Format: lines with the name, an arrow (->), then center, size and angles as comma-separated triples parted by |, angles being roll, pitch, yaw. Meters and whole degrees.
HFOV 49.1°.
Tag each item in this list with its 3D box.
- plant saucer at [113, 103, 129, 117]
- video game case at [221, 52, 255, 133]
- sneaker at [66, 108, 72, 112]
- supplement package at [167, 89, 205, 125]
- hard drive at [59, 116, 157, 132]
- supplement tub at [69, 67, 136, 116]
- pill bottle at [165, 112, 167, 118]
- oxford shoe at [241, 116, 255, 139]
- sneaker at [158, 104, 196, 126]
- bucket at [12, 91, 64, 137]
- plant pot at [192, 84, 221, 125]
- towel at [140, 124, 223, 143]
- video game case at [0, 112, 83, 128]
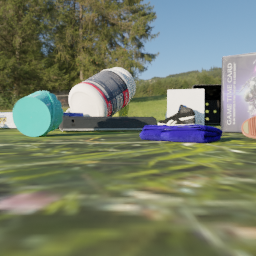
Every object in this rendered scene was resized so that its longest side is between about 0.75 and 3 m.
plant saucer -> -1.032, -1.111, 14.225 | 2.149, 2.149, 0.334 | -1, -16, -13
video game case -> 3.726, -0.875, 6.777 | 2.880, 2.057, 0.273 | 2, 2, 38
sneaker -> -2.548, -0.499, 15.163 | 2.379, 0.927, 1.182 | 3, -12, 44
supplement package -> 2.842, -0.947, 13.597 | 1.694, 1.682, 2.232 | 1, 2, 14
hard drive -> -0.721, -0.157, 8.926 | 2.786, 0.458, 1.944 | -1, 2, -16
supplement tub -> -1.085, -1.471, 12.624 | 1.972, 1.972, 2.809 | 2, 29, 37
pill bottle -> 3.056, -0.643, 16.468 | 1.518, 0.868, 0.868 | -1, 3, -22
oxford shoe -> 2.836, 0.053, 4.866 | 1.586, 0.561, 0.585 | -2, -27, 26
sneaker -> 2.087, -0.526, 11.990 | 1.729, 0.967, 0.632 | 2, 3, 35
bucket -> -1.986, -0.298, 6.199 | 1.017, 1.017, 0.662 | 0, 14, 8
plant pot -> 4.571, -1.109, 15.627 | 2.150, 2.145, 1.907 | 0, -10, 5
towel -> 0.955, 0.069, 5.050 | 1.248, 0.309, 0.922 | 2, 4, 37
video game case -> -3.517, -0.311, 10.972 | 2.422, 0.607, 2.672 | 1, 3, 30
